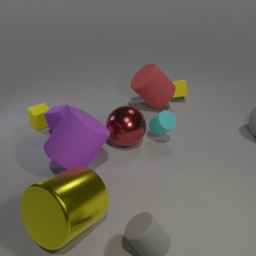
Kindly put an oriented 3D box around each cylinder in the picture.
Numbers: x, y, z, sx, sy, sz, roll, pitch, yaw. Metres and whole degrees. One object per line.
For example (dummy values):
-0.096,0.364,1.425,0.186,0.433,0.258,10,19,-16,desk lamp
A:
1.199,-0.173,9.699,0.700,0.700,0.700,-19,-8,-29,cylinder
-1.372,1.698,6.209,1.400,1.400,1.400,17,17,28,cylinder
1.066,-1.781,11.906,1.400,1.400,1.400,-35,32,25,cylinder
0.399,2.203,5.690,0.700,0.700,0.700,-32,18,12,cylinder
-1.464,0.331,8.082,1.400,1.400,1.400,35,7,-5,cylinder

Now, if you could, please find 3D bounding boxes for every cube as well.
-2.509,-0.381,10.238,0.700,0.700,0.700,-7,24,19,cube
-3.415,-0.441,10.931,0.700,0.700,0.700,-22,41,-31,cube
2.343,-1.828,13.069,0.700,0.700,0.700,-8,11,4,cube

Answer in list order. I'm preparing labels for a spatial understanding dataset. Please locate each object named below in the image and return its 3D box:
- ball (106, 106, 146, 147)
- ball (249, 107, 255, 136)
-0.070,-0.060,9.614,1.400,1.400,1.400,0,30,0,ball
5.015,-0.239,9.869,1.400,1.400,1.400,0,30,0,ball
